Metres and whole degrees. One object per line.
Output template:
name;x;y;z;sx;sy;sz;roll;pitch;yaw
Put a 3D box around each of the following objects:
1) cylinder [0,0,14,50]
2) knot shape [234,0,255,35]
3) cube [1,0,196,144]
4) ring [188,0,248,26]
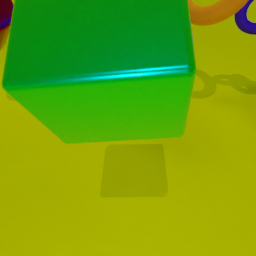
cylinder;-3.272;-2.418;6.239;1.227;1.227;1.227;-32;6;-34
knot shape;3.451;-2.701;6.746;1.727;1.846;0.853;26;81;-1
cube;-0.157;-0.713;2.717;1.362;1.362;1.362;-4;69;6
ring;1.813;-3.152;5.922;0.393;1.963;1.963;8;24;-48
